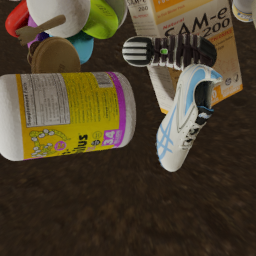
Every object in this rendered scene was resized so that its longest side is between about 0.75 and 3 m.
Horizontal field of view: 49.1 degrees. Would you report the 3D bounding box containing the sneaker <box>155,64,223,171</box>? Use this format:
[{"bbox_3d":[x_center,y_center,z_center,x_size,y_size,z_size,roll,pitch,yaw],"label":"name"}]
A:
[{"bbox_3d":[0.705,-0.066,3.321,0.488,1.359,0.492,2,21,-37],"label":"sneaker"}]

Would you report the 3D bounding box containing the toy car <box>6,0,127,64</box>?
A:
[{"bbox_3d":[-1.675,-2.612,6.162,2.997,2.247,2.623,38,29,6],"label":"toy car"}]

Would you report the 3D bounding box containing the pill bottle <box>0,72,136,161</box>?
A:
[{"bbox_3d":[-1.170,-0.190,4.182,2.377,1.239,1.239,-6,48,-22],"label":"pill bottle"}]

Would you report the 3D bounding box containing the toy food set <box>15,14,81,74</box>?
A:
[{"bbox_3d":[-1.305,-1.044,4.925,0.333,1.660,1.146,14,42,35],"label":"toy food set"}]

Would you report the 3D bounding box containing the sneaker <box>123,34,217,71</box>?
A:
[{"bbox_3d":[0.583,-1.185,4.316,1.410,0.533,0.814,4,15,-10],"label":"sneaker"}]

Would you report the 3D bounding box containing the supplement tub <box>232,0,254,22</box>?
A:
[{"bbox_3d":[3.233,-3.348,7.409,0.876,0.876,1.211,20,11,17],"label":"supplement tub"}]

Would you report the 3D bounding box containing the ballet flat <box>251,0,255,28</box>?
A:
[{"bbox_3d":[3.044,-2.850,5.868,0.932,1.007,2.855,-2,79,-9],"label":"ballet flat"}]

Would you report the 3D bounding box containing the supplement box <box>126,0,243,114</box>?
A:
[{"bbox_3d":[1.205,-1.649,5.617,1.628,2.584,0.950,-29,27,-13],"label":"supplement box"}]
